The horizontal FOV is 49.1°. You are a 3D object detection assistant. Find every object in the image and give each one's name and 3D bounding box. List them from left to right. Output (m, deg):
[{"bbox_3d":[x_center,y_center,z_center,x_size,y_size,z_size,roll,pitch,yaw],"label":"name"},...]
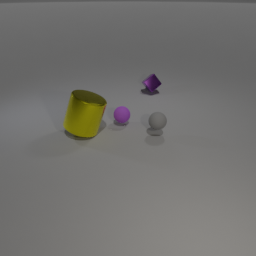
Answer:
[{"bbox_3d":[-1.667,-0.571,10.819,1.400,1.400,1.400,17,23,-8],"label":"cylinder"},{"bbox_3d":[-0.252,-0.559,11.665,0.700,0.700,0.700,0,28,0],"label":"ball"},{"bbox_3d":[1.256,-2.399,14.923,0.700,0.700,0.700,-40,13,-1],"label":"cube"},{"bbox_3d":[1.139,-0.273,10.742,0.700,0.700,0.700,0,28,0],"label":"ball"}]
